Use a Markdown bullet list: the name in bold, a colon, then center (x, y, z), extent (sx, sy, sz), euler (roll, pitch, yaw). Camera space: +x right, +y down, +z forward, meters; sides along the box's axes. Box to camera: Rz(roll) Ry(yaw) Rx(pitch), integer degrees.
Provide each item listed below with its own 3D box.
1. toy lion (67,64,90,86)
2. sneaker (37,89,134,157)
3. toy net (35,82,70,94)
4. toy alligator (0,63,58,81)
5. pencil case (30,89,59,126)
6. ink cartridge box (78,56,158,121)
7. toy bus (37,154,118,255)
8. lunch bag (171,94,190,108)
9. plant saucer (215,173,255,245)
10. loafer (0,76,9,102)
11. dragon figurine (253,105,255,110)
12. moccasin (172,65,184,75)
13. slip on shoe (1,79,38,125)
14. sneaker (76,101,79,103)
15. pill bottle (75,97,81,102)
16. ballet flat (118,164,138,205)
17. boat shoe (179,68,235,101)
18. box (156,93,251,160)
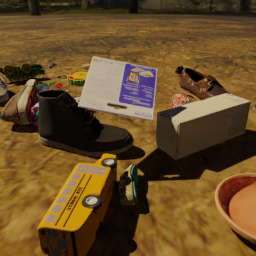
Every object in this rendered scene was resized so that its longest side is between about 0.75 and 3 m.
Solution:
- **toy lion**: center (-1.931, -2.468, 13.402), extent (1.767, 0.607, 1.694), euler (12, 37, 22)
- **sneaker**: center (-1.259, -0.175, 7.734), extent (2.867, 1.523, 1.072), euler (6, 28, 12)
- **toy net**: center (-2.669, -1.442, 10.597), extent (0.313, 0.851, 1.622), euler (60, 21, 17)
- **toy alligator**: center (-4.833, -2.691, 13.559), extent (2.900, 0.697, 0.961), euler (-10, -3, -17)
- **pencil case**: center (-2.724, -0.742, 9.695), extent (0.816, 0.816, 1.847), euler (3, 27, 6)
- **ink cartridge box**: center (-0.207, -0.973, 7.268), extent (1.863, 0.408, 1.881), euler (11, 53, -3)
- **toy bus**: center (-0.821, 1.387, 5.555), extent (0.905, 0.753, 2.313), euler (4, 28, 10)
- **lunch bag**: center (1.731, -0.587, 9.162), extent (0.393, 0.958, 0.844), euler (-7, 28, -14)
- **plant saucer**: center (2.746, 1.628, 5.481), extent (2.050, 0.384, 2.050), euler (0, 26, 0)
- **loafer**: center (-5.278, -1.596, 11.402), extent (0.717, 0.716, 2.051), euler (-12, 29, -22)
- **dragon figurine**: center (5.678, -1.512, 10.420), extent (2.943, 1.463, 0.866), euler (-11, 28, -19)
- **moccasin**: center (2.547, -2.922, 14.261), extent (0.463, 0.438, 1.199), euler (-37, 7, 26)
- **slip on shoe**: center (-3.719, -0.959, 9.960), extent (0.824, 1.034, 2.720), euler (-6, 34, -3)
- **sneaker**: center (-2.065, -0.667, 9.027), extent (1.531, 0.564, 0.885), euler (40, 32, -18)
- **pill bottle**: center (-1.865, -0.780, 10.005), extent (0.533, 0.533, 0.972), euler (15, 30, 27)
- **ballet flat**: center (-0.003, 1.234, 6.250), extent (0.456, 0.456, 1.291), euler (1, 27, 1)
- **boat shoe**: center (3.062, -1.607, 11.107), extent (1.043, 1.042, 2.964), euler (-13, 31, -28)
- **box**: center (2.195, -0.133, 8.104), extent (2.812, 1.155, 0.961), euler (-14, 30, -28)
